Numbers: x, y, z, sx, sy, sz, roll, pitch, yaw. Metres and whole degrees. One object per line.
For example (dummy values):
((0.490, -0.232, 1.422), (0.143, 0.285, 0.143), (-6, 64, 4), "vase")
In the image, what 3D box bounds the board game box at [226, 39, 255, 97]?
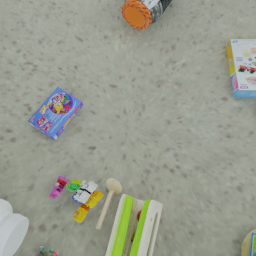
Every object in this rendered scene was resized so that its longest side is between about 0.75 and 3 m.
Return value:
((4.240, -2.037, 9.397), (1.569, 0.414, 2.051), (0, 68, 0), "board game box")

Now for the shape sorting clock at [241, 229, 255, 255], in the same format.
((3.654, 3.314, 7.346), (1.347, 0.264, 1.347), (0, 72, 1), "shape sorting clock")

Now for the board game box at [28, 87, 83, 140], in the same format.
((-2.251, -0.468, 8.821), (0.979, 0.326, 1.456), (32, 72, 12), "board game box")

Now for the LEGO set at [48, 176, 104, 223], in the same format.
((-1.338, 1.874, 7.236), (0.804, 2.109, 0.865), (41, 64, -23), "LEGO set")

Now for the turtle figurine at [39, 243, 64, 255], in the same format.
((-2.128, 3.354, 7.274), (0.644, 0.433, 0.860), (41, 79, 15), "turtle figurine")

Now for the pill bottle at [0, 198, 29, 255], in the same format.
((-3.969, 2.318, 7.104), (2.579, 1.457, 1.457), (20, 70, 8), "pill bottle")

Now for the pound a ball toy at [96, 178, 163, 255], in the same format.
((-0.018, 2.667, 7.364), (1.563, 1.018, 2.397), (3, 67, 31), "pound a ball toy")

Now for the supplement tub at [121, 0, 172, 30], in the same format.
((0.823, -4.713, 9.924), (1.425, 1.425, 2.325), (28, 71, 11), "supplement tub")
